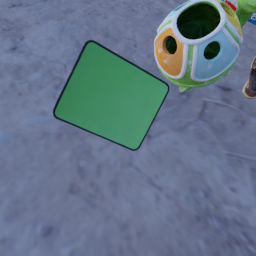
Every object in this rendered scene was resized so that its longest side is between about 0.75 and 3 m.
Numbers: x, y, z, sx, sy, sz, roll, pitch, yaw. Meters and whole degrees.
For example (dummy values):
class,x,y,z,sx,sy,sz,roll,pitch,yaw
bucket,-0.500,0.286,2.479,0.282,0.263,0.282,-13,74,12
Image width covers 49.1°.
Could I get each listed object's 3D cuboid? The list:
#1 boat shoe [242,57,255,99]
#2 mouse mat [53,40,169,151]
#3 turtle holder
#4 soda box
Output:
class,x,y,z,sx,sy,sz,roll,pitch,yaw
boat shoe,3.432,-1.474,7.253,0.534,0.533,1.480,27,80,12
mouse mat,-0.217,-0.453,4.518,1.639,1.319,0.062,25,6,-26
turtle holder,1.735,-1.918,6.037,2.376,1.687,1.805,-6,77,11
soda box,2.863,-3.313,6.983,2.123,0.681,0.720,35,69,15
